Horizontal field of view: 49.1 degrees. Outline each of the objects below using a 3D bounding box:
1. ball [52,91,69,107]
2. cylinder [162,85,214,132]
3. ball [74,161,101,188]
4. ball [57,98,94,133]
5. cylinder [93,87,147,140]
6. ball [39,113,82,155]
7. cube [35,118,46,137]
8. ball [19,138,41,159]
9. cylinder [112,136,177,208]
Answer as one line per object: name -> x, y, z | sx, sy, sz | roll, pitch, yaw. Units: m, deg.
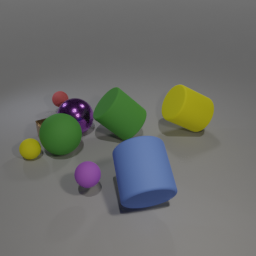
ball -> -2.931, -1.245, 12.136 | 0.700, 0.700, 0.700 | 0, 29, 0
cylinder -> 2.213, -0.722, 10.461 | 1.400, 1.400, 1.400 | 20, 21, -26
ball -> -1.074, 1.239, 7.469 | 0.700, 0.700, 0.700 | 0, 29, 0
ball -> -2.015, -0.444, 10.751 | 1.400, 1.400, 1.400 | 0, 29, 0
cylinder -> -0.293, -0.508, 10.077 | 1.400, 1.400, 1.400 | 37, 17, -26
ball -> -2.265, 0.207, 9.438 | 1.400, 1.400, 1.400 | 0, 29, 0
cube -> -2.981, 0.082, 10.505 | 0.700, 0.700, 0.700 | -17, 33, -28
ball -> -3.270, 0.697, 9.366 | 0.700, 0.700, 0.700 | 0, 29, 0
cylinder -> 0.395, 1.133, 7.097 | 1.400, 1.400, 1.400 | -6, 59, -11
